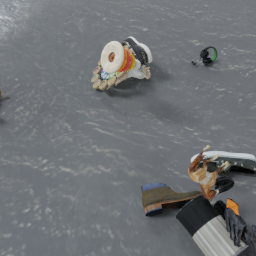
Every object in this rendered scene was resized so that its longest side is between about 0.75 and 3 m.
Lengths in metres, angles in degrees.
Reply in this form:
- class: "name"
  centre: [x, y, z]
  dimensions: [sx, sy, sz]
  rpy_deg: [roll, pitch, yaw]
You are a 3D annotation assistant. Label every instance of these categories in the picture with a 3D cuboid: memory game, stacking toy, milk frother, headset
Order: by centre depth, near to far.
- class: "milk frother"
  centre: [2.725, 2.708, 8.213]
  dimensions: [1.824, 2.021, 1.901]
  rpy_deg: [-27, 57, -19]
- class: "stacking toy"
  centre: [-0.113, -2.496, 10.381]
  dimensions: [1.565, 1.144, 1.144]
  rpy_deg: [0, 41, -46]
- class: "memory game"
  centre: [-0.777, -2.825, 12.903]
  dimensions: [2.504, 0.160, 2.504]
  rpy_deg: [-26, 46, 30]
- class: "headset"
  centre: [3.856, -3.571, 14.130]
  dimensions: [1.320, 0.815, 0.620]
  rpy_deg: [-33, 31, -4]

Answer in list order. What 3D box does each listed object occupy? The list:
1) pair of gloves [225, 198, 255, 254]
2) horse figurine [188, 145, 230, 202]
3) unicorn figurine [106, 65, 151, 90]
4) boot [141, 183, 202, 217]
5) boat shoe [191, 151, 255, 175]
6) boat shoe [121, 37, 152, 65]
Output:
- class: "pair of gloves"
  centre: [3.554, 3.150, 8.171]
  dimensions: [2.030, 0.251, 1.808]
  rpy_deg: [44, 30, -4]
- class: "horse figurine"
  centre: [2.121, 1.193, 7.563]
  dimensions: [1.166, 1.760, 0.439]
  rpy_deg: [-49, 38, 6]
- class: "unicorn figurine"
  centre: [0.054, -2.701, 13.297]
  dimensions: [2.256, 0.833, 1.550]
  rpy_deg: [-3, 57, -6]
- class: "boot"
  centre: [1.443, 2.189, 9.441]
  dimensions: [2.085, 0.779, 1.011]
  rpy_deg: [-13, 55, -8]
- class: "boat shoe"
  centre: [3.511, 1.326, 10.119]
  dimensions: [2.398, 0.823, 0.679]
  rpy_deg: [1, 52, -2]
- class: "boat shoe"
  centre: [0.158, -3.662, 13.624]
  dimensions: [0.890, 1.090, 2.950]
  rpy_deg: [-24, 37, -11]
